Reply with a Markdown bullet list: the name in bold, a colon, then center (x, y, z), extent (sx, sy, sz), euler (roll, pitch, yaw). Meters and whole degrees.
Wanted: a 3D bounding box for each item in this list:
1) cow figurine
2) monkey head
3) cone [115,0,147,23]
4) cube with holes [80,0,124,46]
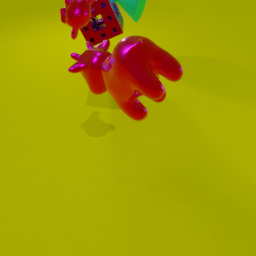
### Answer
- **cow figurine**: center (-0.121, -0.767, 3.551), extent (1.396, 1.418, 0.778), euler (44, 69, 5)
- **monkey head**: center (-1.235, -2.907, 7.233), extent (0.766, 1.271, 0.914), euler (32, 8, 21)
- **cone**: center (-0.135, -4.652, 9.952), extent (1.369, 1.364, 1.364), euler (21, 46, 6)
- **cube with holes**: center (-0.882, -3.394, 8.555), extent (1.141, 1.141, 1.141), euler (-19, 37, 15)
